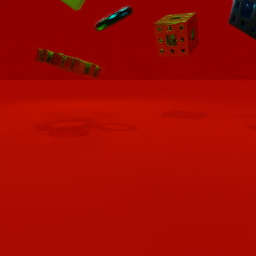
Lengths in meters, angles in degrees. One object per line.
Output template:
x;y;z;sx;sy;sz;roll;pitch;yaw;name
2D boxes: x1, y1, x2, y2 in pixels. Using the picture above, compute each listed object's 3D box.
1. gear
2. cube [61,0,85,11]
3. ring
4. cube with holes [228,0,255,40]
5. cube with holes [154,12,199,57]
-1.665;-1.797;7.979;1.819;0.336;1.819;16;6;-2;gear
-1.470;-3.673;7.490;0.706;0.706;0.706;31;21;-15;cube
-0.403;-3.112;8.023;1.228;0.246;1.228;-25;18;9;ring
3.700;-3.257;7.572;1.174;1.174;1.174;-14;45;-18;cube with holes
1.802;-3.407;10.240;1.199;1.199;1.199;8;36;29;cube with holes
